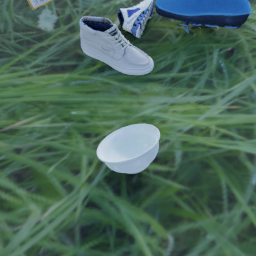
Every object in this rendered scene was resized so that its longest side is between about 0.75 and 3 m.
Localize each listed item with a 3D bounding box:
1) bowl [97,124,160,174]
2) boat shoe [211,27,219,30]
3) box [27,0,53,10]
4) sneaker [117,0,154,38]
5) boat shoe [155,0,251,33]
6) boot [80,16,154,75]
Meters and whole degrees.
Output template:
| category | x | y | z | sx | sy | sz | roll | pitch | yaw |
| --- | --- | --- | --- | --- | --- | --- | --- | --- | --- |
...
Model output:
| category | x | y | z | sx | sy | sz | roll | pitch | yaw |
| --- | --- | --- | --- | --- | --- | --- | --- | --- | --- |
| bowl | 0.088 | 0.551 | 6.266 | 1.450 | 0.652 | 1.450 | -16 | 28 | 9 |
| boat shoe | 2.683 | -3.442 | 8.908 | 0.272 | 0.297 | 0.794 | -27 | 63 | -8 |
| box | -1.296 | -2.943 | 5.533 | 1.227 | 0.427 | 2.060 | -23 | 31 | 6 |
| sneaker | 0.203 | -3.614 | 8.803 | 0.933 | 0.653 | 1.616 | 21 | 64 | 9 |
| boat shoe | 2.197 | -3.390 | 8.544 | 2.797 | 0.960 | 1.177 | 15 | 69 | 9 |
| boot | -0.354 | -2.316 | 7.793 | 2.317 | 1.107 | 0.852 | 22 | 63 | 12 |
